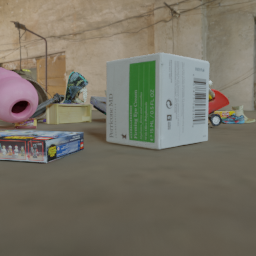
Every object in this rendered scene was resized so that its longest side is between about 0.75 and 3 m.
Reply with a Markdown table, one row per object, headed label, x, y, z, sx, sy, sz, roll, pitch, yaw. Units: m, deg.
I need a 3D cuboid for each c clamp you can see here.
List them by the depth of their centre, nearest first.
| label | x | y | z | sx | sy | sz | roll | pitch | yaw |
| --- | --- | --- | --- | --- | --- | --- | --- | --- | --- |
| c clamp | -3.331 | -0.698 | 10.582 | 2.342 | 0.317 | 2.001 | -35 | 0 | -25 |

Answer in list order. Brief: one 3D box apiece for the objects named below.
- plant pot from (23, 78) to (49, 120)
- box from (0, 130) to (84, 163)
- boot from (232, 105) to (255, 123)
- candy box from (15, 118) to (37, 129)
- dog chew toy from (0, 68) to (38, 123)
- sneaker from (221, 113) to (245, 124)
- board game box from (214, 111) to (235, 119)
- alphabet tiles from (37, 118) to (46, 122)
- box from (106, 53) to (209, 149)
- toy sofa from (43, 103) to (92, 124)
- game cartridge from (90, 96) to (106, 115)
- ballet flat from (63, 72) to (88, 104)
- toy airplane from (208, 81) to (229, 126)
| label | x | y | z | sx | sy | sz | roll | pitch | yaw |
| --- | --- | --- | --- | --- | --- | --- | --- | --- | --- |
| plant pot | -4.909 | -1.102 | 12.858 | 1.713 | 1.965 | 1.965 | -19 | -7 | 34 |
| box | -1.606 | 0.236 | 4.207 | 1.578 | 0.315 | 1.080 | 1 | 5 | 17 |
| boot | 4.901 | -0.589 | 11.903 | 0.963 | 0.745 | 0.347 | 1 | 5 | 18 |
| candy box | -3.398 | -0.162 | 9.293 | 0.654 | 0.317 | 1.121 | -1 | 6 | -22 |
| dog chew toy | -3.646 | -1.109 | 8.451 | 1.358 | 1.358 | 2.180 | -5 | 36 | -45 |
| sneaker | 4.241 | -0.395 | 11.378 | 0.924 | 0.442 | 0.367 | 2 | 5 | 23 |
| board game box | 3.761 | -0.539 | 12.863 | 1.297 | 0.407 | 2.716 | -1 | -3 | -1 |
| alphabet tiles | -4.257 | -0.410 | 13.933 | 2.304 | 0.073 | 1.918 | 3 | 6 | 32 |
| box | 0.582 | -0.502 | 5.395 | 1.600 | 1.592 | 1.371 | -5 | 6 | -45 |
| toy sofa | -2.519 | -0.616 | 11.699 | 0.973 | 0.826 | 1.994 | 5 | 6 | 37 |
| game cartridge | -0.307 | -0.795 | 12.152 | 1.823 | 0.540 | 2.813 | -5 | 23 | -33 |
| ballet flat | -2.402 | -1.194 | 12.540 | 1.054 | 1.054 | 2.841 | -2 | -36 | -24 |
| toy airplane | 1.731 | -0.963 | 9.340 | 2.667 | 1.882 | 2.655 | -1 | 2 | 35 |
